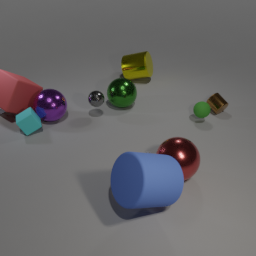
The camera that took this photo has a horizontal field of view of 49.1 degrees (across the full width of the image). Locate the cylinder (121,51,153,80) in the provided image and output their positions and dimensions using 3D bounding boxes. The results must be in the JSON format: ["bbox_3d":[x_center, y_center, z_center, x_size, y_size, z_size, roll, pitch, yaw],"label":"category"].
[{"bbox_3d":[0.523,-3.413,15.431,1.400,1.400,1.400,-5,29,22],"label":"cylinder"}]

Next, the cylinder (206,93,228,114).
[{"bbox_3d":[4.008,-1.103,12.576,0.700,0.700,0.700,-21,63,-30],"label":"cylinder"}]

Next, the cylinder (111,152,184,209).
[{"bbox_3d":[0.491,1.365,7.362,1.400,1.400,1.400,9,22,-38],"label":"cylinder"}]

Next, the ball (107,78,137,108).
[{"bbox_3d":[-0.279,-1.620,12.958,1.400,1.400,1.400,0,32,0],"label":"ball"}]

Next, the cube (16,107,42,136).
[{"bbox_3d":[-3.972,-0.272,11.205,0.700,0.700,0.700,-32,35,-2],"label":"cube"}]

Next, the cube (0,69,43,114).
[{"bbox_3d":[-4.849,-1.499,12.100,1.400,1.400,1.400,29,8,27],"label":"cube"}]

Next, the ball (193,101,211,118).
[{"bbox_3d":[3.103,-0.765,11.765,0.700,0.700,0.700,0,32,0],"label":"ball"}]

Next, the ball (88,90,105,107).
[{"bbox_3d":[-1.347,-1.239,11.876,0.700,0.700,0.700,0,32,0],"label":"ball"}]

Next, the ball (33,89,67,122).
[{"bbox_3d":[-3.295,-0.965,11.891,1.400,1.400,1.400,0,32,0],"label":"ball"}]

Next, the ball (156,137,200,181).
[{"bbox_3d":[1.569,0.978,8.858,1.400,1.400,1.400,0,32,0],"label":"ball"}]
